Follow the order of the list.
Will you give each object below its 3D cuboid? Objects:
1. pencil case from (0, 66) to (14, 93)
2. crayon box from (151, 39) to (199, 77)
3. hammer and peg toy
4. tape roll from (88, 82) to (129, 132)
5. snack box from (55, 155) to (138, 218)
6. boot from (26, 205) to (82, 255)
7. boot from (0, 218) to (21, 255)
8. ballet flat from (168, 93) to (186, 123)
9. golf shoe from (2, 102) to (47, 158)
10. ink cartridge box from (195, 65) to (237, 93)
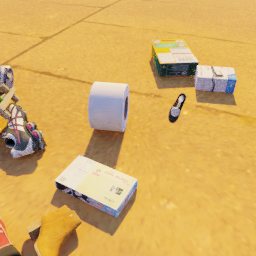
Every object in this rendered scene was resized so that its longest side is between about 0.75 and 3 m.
[{"bbox_3d":[-5.783,-2.021,10.940,2.670,1.194,1.039,6,37,6],"label":"pencil case"},{"bbox_3d":[2.053,-3.288,12.920,1.675,0.687,2.665,-3,39,-4],"label":"crayon box"},{"bbox_3d":[-4.340,-0.378,8.710,1.565,0.750,2.128,-32,31,17],"label":"hammer and peg toy"},{"bbox_3d":[-0.574,-0.682,8.983,1.057,1.540,1.540,5,39,8],"label":"tape roll"},{"bbox_3d":[-0.815,1.447,7.269,1.873,0.347,1.088,19,43,22],"label":"snack box"},{"bbox_3d":[-1.452,2.332,6.003,1.084,0.533,1.515,-25,40,-24],"label":"boot"},{"bbox_3d":[-3.354,2.720,5.356,2.277,0.824,1.642,-25,46,-33],"label":"boot"},{"bbox_3d":[1.159,-0.498,6.642,0.266,0.267,0.781,21,81,9],"label":"ballet flat"},{"bbox_3d":[-3.486,-0.007,8.697,1.037,0.908,2.353,-31,47,-24],"label":"golf shoe"},{"bbox_3d":[3.510,-1.990,11.341,1.497,0.630,1.082,5,39,7],"label":"ink cartridge box"}]
